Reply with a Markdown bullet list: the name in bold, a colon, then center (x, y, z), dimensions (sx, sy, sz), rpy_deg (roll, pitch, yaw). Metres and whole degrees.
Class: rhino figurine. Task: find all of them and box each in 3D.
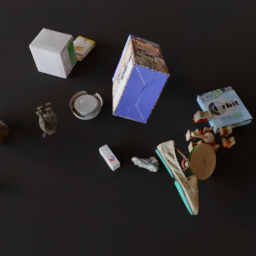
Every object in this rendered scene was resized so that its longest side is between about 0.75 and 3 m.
- **rhino figurine**: center (-2.663, -0.219, 9.295), dimensions (0.573, 0.838, 1.916), rpy_deg (-17, 20, -7)

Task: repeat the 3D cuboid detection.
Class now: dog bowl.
- **dog bowl**: center (-1.775, -0.952, 11.950), dimensions (1.374, 0.403, 1.374), rpy_deg (0, 56, 0)

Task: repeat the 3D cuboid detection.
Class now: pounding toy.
- **pounding toy**: center (2.521, 1.008, 10.376), dimensions (1.324, 0.796, 1.716), rpy_deg (3, 91, -34)

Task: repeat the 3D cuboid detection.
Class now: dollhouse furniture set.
- **dollhouse furniture set**: center (3.120, 0.182, 11.114), dimensions (1.669, 0.860, 1.651), rpy_deg (-7, 68, -4)

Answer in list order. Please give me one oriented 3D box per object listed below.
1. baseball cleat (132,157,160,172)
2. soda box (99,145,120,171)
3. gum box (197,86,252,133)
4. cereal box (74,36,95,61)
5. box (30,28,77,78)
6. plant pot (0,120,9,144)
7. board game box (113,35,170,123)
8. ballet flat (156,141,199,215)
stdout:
- **baseball cleat**: center (0.681, 1.273, 10.566), dimensions (1.031, 0.359, 0.549), rpy_deg (27, 54, 5)
- **soda box**: center (-0.696, 1.122, 10.643), dimensions (0.332, 0.311, 0.976), rpy_deg (-30, 62, -18)
- **gum box**: center (4.018, -0.814, 11.800), dimensions (1.561, 0.409, 1.838), rpy_deg (-17, 59, -5)
- **cereal box**: center (-2.404, -3.994, 14.024), dimensions (0.970, 0.266, 1.348), rpy_deg (24, 60, 15)
- **box**: center (-3.367, -3.420, 12.880), dimensions (1.553, 1.545, 1.330), rpy_deg (17, 58, 11)
- **plant pot**: center (-5.550, -0.048, 10.839), dimensions (1.443, 1.458, 1.458), rpy_deg (37, 64, 13)
- **board game box**: center (0.363, -1.932, 10.778), dimensions (1.320, 2.173, 2.726), rpy_deg (15, 35, -14)
- **ballet flat**: center (1.862, 1.591, 9.450), dimensions (0.821, 0.888, 2.633), rpy_deg (-28, 75, 0)
